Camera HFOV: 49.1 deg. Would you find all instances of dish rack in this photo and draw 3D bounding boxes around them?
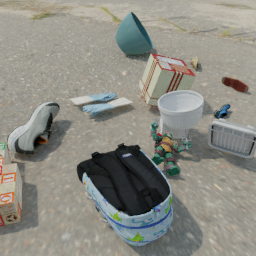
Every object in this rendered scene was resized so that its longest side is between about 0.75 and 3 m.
[{"bbox_3d":[3.572,0.319,9.558,1.610,1.876,0.408,17,65,23],"label":"dish rack"}]

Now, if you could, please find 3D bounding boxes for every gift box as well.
[{"bbox_3d":[1.522,-2.065,12.743,2.154,2.011,1.987,9,35,-15],"label":"gift box"}]

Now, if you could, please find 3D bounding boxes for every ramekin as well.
[{"bbox_3d":[1.913,-0.627,10.106,1.608,0.844,1.608,-8,32,5],"label":"ramekin"}]

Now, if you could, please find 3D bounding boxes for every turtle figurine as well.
[{"bbox_3d":[1.388,0.598,9.806,1.587,1.067,2.119,18,43,-1],"label":"turtle figurine"}]

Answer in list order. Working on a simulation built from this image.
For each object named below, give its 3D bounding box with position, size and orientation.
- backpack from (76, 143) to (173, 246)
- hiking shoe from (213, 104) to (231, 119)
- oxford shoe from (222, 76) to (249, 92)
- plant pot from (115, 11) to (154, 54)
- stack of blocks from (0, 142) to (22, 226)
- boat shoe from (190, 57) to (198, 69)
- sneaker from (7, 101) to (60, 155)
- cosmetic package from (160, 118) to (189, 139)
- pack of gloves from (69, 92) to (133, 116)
[{"bbox_3d":[0.094,1.770,7.623,2.226,2.098,2.728,-17,17,-25],"label":"backpack"},{"bbox_3d":[4.229,-0.697,12.341,1.035,0.385,0.449,-33,53,-24],"label":"hiking shoe"},{"bbox_3d":[5.644,-2.334,14.473,0.595,0.561,1.592,-15,39,-30],"label":"oxford shoe"},{"bbox_3d":[0.223,-5.821,18.111,1.785,2.650,2.650,-29,29,21],"label":"plant pot"},{"bbox_3d":[-4.147,1.645,8.517,1.633,0.831,2.836,-9,36,-13],"label":"stack of blocks"},{"bbox_3d":[3.961,-3.854,16.725,0.470,0.519,1.457,1,27,14],"label":"boat shoe"},{"bbox_3d":[-3.355,0.035,10.811,1.134,1.057,2.861,18,44,9],"label":"sneaker"},{"bbox_3d":[1.824,-0.163,11.086,1.030,0.857,0.862,1,35,0],"label":"cosmetic package"},{"bbox_3d":[-1.260,-1.076,12.953,2.305,0.455,1.936,-16,30,-30],"label":"pack of gloves"}]
